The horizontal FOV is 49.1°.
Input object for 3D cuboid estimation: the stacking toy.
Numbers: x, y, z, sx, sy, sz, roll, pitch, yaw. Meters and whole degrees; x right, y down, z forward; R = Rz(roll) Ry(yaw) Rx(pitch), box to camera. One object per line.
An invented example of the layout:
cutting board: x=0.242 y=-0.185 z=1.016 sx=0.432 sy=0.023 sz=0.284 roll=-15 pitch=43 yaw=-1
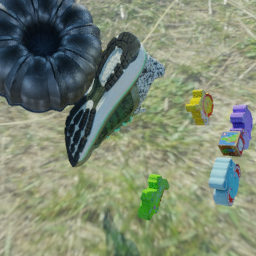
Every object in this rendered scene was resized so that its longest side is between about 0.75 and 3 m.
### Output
stacking toy: x=1.683 y=0.434 z=4.496 sx=2.198 sy=0.685 sz=2.915 roll=2 pitch=50 yaw=43

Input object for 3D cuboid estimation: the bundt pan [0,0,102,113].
bundt pan: x=-1.477 y=-1.434 z=4.831 sx=2.292 sy=0.860 sz=2.292 roll=2 pitch=82 yaw=-15

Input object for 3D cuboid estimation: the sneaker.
sneaker: x=-0.193 y=-0.228 z=4.461 sx=1.058 sy=2.389 sz=0.919 roll=16 pitch=30 yaw=-36

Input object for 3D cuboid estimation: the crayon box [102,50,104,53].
crayon box: x=-0.820 y=-1.069 z=5.697 sx=0.986 sy=0.333 sz=1.142 roll=8 pitch=80 yaw=-36
